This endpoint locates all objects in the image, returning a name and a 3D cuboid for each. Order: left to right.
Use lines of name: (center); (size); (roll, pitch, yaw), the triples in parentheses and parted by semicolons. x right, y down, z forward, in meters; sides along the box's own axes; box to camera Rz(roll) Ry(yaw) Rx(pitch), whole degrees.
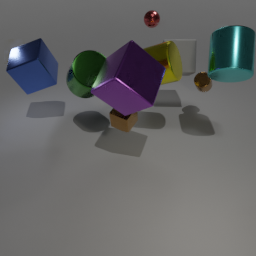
cube: (-3.797, -2.469, 11.309); (1.400, 1.400, 1.400); (-17, 50, 11)
cylinder: (-1.451, -1.912, 10.205); (1.400, 1.400, 1.400); (-14, -2, -22)
cube: (-0.139, -0.386, 9.541); (0.700, 0.700, 0.700); (23, 55, 21)
cube: (0.012, -1.402, 8.262); (1.400, 1.400, 1.400); (-16, 47, 54)
ball: (1.020, -4.640, 11.939); (0.700, 0.700, 0.700); (0, 31, 0)
cylinder: (1.041, -2.217, 9.933); (1.400, 1.400, 1.400); (-9, 25, 29)
cube: (2.195, -3.093, 12.484); (1.400, 1.400, 1.400); (1, 6, 2)
cylinder: (3.225, -1.957, 12.000); (0.700, 0.700, 0.700); (15, -4, 24)
cylinder: (3.342, -2.344, 9.068); (1.400, 1.400, 1.400); (6, -7, 1)
